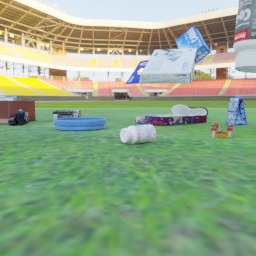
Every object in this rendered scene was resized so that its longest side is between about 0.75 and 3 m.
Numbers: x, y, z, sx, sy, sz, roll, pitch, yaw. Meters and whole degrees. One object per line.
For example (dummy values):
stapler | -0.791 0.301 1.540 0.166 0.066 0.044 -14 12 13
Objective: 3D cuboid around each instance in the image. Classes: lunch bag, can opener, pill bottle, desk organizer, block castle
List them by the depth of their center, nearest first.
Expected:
pill bottle | 0.226 0.146 6.401 0.768 0.418 0.418 -4 6 -32
pill bottle | 3.499 -2.613 7.465 1.216 2.135 1.216 6 3 0
block castle | 2.597 0.028 7.737 0.583 0.409 0.872 2 6 22
lunch bag | 4.640 -0.764 11.960 0.573 1.219 0.918 0 5 -2
can opener | -4.591 -0.485 12.133 0.795 0.641 2.022 -2 6 -7
desk organizer | -5.324 -0.777 13.146 0.957 1.028 2.669 1 5 6

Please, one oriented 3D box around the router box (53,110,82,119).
router box | -3.117 -0.654 14.549 1.277 0.530 1.705 0 6 -4

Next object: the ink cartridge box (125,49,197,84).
ink cartridge box | 1.141 -2.080 9.320 2.123 0.431 2.119 1 35 18

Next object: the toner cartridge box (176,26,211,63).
toner cartridge box | 2.684 -3.449 11.767 1.028 0.467 2.165 -37 30 25

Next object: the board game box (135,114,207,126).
board game box | 1.977 -0.404 12.659 2.948 0.476 1.769 -4 11 -39

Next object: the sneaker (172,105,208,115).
sneaker | 3.781 -0.939 16.837 2.213 0.782 1.097 10 8 34

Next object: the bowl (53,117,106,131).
bowl | -1.715 -0.158 10.023 1.877 0.369 1.877 0 5 0
